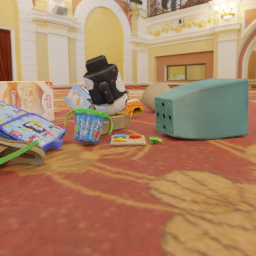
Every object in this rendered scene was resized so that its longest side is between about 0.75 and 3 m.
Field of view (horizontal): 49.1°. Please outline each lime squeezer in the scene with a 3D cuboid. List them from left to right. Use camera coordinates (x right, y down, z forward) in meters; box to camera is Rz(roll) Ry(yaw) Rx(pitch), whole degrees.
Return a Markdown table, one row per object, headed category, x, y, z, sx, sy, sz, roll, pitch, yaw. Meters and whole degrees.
| category | x | y | z | sx | sy | sz | roll | pitch | yaw |
| --- | --- | --- | --- | --- | --- | --- | --- | --- | --- |
| lime squeezer | -3.229 | 0.619 | 5.837 | 2.646 | 0.934 | 0.499 | 4 | -8 | -7 |

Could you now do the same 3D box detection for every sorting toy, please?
| category | x | y | z | sx | sy | sz | roll | pitch | yaw |
| --- | --- | --- | --- | --- | --- | --- | --- | --- | --- |
| sorting toy | 0.259 | 0.350 | 9.108 | 1.623 | 0.239 | 1.200 | -1 | 10 | -1 |

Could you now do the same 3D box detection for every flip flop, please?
| category | x | y | z | sx | sy | sz | roll | pitch | yaw |
| --- | --- | --- | --- | --- | --- | --- | --- | --- | --- |
| flip flop | -2.983 | 0.646 | 6.373 | 2.120 | 0.860 | 0.610 | 10 | 50 | -10 |

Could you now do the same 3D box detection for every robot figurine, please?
| category | x | y | z | sx | sy | sz | roll | pitch | yaw |
| --- | --- | --- | --- | --- | --- | --- | --- | --- | --- |
| robot figurine | -0.718 | -1.369 | 9.152 | 1.195 | 1.915 | 1.439 | -3 | 28 | 38 |

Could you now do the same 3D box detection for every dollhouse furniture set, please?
| category | x | y | z | sx | sy | sz | roll | pitch | yaw |
| --- | --- | --- | --- | --- | --- | --- | --- | --- | --- |
| dollhouse furniture set | -0.917 | -0.718 | 11.032 | 1.041 | 1.656 | 1.872 | 7 | 11 | 36 |

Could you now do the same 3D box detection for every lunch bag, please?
| category | x | y | z | sx | sy | sz | roll | pitch | yaw |
| --- | --- | --- | --- | --- | --- | --- | --- | --- | --- |
| lunch bag | -3.165 | 0.210 | 8.058 | 2.632 | 1.238 | 1.982 | 15 | 14 | 4 |

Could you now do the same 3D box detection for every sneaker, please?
| category | x | y | z | sx | sy | sz | roll | pitch | yaw |
| --- | --- | --- | --- | --- | --- | --- | --- | --- | --- |
| sneaker | -0.279 | -0.807 | 13.885 | 2.324 | 0.896 | 0.848 | -19 | -28 | -19 |

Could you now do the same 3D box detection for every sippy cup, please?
| category | x | y | z | sx | sy | sz | roll | pitch | yaw |
| --- | --- | --- | --- | --- | --- | --- | --- | --- | --- |
| sippy cup | -1.228 | -0.041 | 8.703 | 1.327 | 0.973 | 1.042 | 6 | -7 | 23 |

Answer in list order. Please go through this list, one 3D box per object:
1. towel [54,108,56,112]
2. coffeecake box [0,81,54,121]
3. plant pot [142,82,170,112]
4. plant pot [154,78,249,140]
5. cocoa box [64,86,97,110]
| category | x | y | z | sx | sy | sz | roll | pitch | yaw |
| --- | --- | --- | --- | --- | --- | --- | --- | --- | --- |
| towel | -5.314 | -0.926 | 16.038 | 1.830 | 0.295 | 1.748 | 1 | 11 | 8 |
| coffeecake box | -4.806 | -1.213 | 13.064 | 2.475 | 1.900 | 0.904 | -7 | 13 | -35 |
| plant pot | 1.860 | -1.570 | 16.406 | 1.834 | 1.834 | 1.231 | -4 | 45 | -22 |
| plant pot | 2.489 | -0.647 | 10.028 | 2.829 | 1.999 | 1.998 | -9 | 13 | -22 |
| cocoa box | -2.213 | -1.259 | 13.566 | 1.374 | 0.916 | 0.901 | 44 | 21 | 15 |
